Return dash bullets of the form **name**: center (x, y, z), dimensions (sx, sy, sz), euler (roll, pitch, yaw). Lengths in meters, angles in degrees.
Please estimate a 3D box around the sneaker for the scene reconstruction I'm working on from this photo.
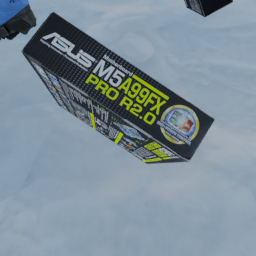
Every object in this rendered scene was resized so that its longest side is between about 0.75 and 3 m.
- **sneaker**: center (-2.287, -1.905, 4.617), dimensions (1.755, 0.976, 0.674), euler (6, 51, 24)

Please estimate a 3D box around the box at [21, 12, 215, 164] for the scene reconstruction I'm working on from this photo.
- **box**: center (-0.207, -0.262, 4.075), dimensions (2.062, 2.574, 0.570), euler (33, 81, 0)

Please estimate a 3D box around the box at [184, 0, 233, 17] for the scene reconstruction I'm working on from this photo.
- **box**: center (1.519, -3.685, 6.299), dimensions (0.770, 1.952, 1.378), euler (-27, 32, 6)
